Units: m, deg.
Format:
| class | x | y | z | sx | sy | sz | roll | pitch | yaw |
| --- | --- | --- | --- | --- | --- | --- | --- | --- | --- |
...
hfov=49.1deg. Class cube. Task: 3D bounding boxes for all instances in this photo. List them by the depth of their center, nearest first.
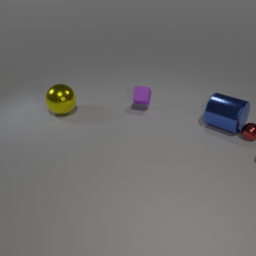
| class | x | y | z | sx | sy | sz | roll | pitch | yaw |
| --- | --- | --- | --- | --- | --- | --- | --- | --- | --- |
| cube | 0.666 | -1.506 | 13.095 | 0.700 | 0.700 | 0.700 | 6 | -9 | 14 |

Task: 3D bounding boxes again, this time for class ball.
| class | x | y | z | sx | sy | sz | roll | pitch | yaw |
| --- | --- | --- | --- | --- | --- | --- | --- | --- | --- |
| ball | 4.854 | 0.139 | 11.060 | 0.700 | 0.700 | 0.700 | 0 | 31 | 0 |
| ball | -3.057 | -1.313 | 12.771 | 1.400 | 1.400 | 1.400 | 0 | 31 | 0 |

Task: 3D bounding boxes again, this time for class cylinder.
| class | x | y | z | sx | sy | sz | roll | pitch | yaw |
| --- | --- | --- | --- | --- | --- | --- | --- | --- | --- |
| cylinder | 4.098 | -0.619 | 11.618 | 1.400 | 1.400 | 1.400 | 24 | 38 | 34 |
